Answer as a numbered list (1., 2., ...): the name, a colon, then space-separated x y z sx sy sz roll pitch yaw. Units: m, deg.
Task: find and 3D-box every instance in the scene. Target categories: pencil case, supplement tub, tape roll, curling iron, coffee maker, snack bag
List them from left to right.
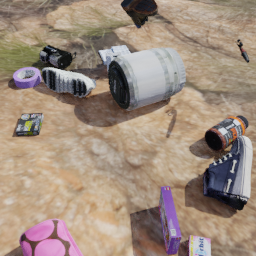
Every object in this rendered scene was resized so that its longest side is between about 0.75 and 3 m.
1. tape roll: -4.780 -2.397 13.328 1.218 0.400 1.218 0 43 0
2. coffee maker: -3.619 -3.653 14.387 1.368 0.922 1.314 26 29 23
3. pencil case: -1.526 3.461 6.745 1.335 1.293 2.850 -45 55 -3
4. snack bag: -0.674 -3.936 15.050 1.638 0.175 1.544 -12 47 -12
5. supplement tub: 3.712 0.119 10.394 1.688 0.903 0.903 -28 51 -25
6. curling iron: 4.085 -2.710 9.981 0.216 0.418 1.688 -30 29 30

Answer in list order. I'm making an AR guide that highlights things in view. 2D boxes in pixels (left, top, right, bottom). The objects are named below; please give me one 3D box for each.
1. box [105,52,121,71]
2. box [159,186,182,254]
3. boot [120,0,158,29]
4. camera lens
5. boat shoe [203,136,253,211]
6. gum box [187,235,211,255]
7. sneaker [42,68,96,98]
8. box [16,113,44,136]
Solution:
1. box: -0.673 -3.173 13.983 0.817 0.421 1.401 -6 52 -6
2. box: 1.137 2.545 7.800 0.297 1.041 1.521 -3 44 -3
3. boot: 0.704 -4.905 12.088 0.919 1.192 2.460 -43 42 -3
4. camera lens: 0.690 -2.077 11.700 2.768 2.214 2.214 -19 47 -20
5. boat shoe: 3.224 1.202 9.144 1.289 1.038 2.779 17 47 6
6. gum box: 1.874 3.414 7.414 0.558 0.325 0.984 8 45 7
7. sneaker: -2.709 -2.131 12.773 2.757 1.036 1.117 21 30 21
8. box: -3.888 -0.157 11.140 0.862 0.238 1.077 -1 44 -1
